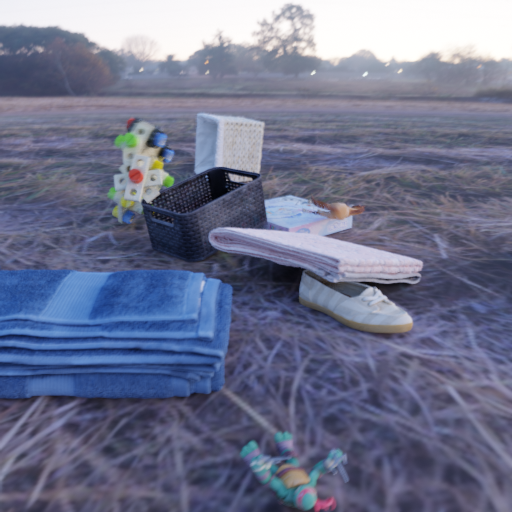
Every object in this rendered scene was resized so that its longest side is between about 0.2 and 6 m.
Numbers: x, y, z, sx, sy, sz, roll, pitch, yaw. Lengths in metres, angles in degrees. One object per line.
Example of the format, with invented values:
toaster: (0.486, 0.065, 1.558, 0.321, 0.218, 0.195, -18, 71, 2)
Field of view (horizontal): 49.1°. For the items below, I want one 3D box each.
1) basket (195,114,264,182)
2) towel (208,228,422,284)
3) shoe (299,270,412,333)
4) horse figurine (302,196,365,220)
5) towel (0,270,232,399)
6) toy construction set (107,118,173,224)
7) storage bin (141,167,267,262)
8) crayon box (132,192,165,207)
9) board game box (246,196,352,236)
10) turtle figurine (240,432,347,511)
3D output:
basket: (-0.967, -3.667, 19.185, 1.746, 2.171, 2.152, -2, 19, -25)
towel: (1.122, -0.021, 10.105, 2.847, 0.480, 2.981, 17, 9, 40)
shoe: (1.489, 0.704, 8.812, 2.086, 0.557, 0.729, 17, 23, 42)
horse figurine: (1.709, -1.036, 12.489, 1.102, 0.415, 1.663, 11, 6, 23)
towel: (-2.602, 0.870, 7.529, 4.551, 1.105, 2.541, -1, 18, -1)
toy construction set: (-2.694, -1.855, 12.766, 1.443, 2.054, 3.133, 30, -9, -8)
storage bin: (-1.078, -0.968, 12.168, 1.614, 1.120, 2.388, 18, 38, 40)
crayon box: (-3.205, -1.581, 15.852, 1.116, 0.284, 0.709, 15, 24, 35)
board game box: (0.811, -0.910, 13.618, 2.175, 0.472, 2.164, -16, 25, -38)
turtle figurine: (0.313, 1.994, 5.151, 0.835, 0.562, 1.116, 7, 0, -23)
